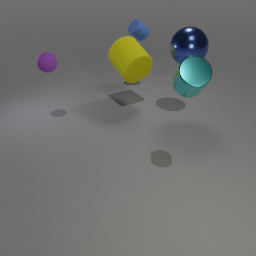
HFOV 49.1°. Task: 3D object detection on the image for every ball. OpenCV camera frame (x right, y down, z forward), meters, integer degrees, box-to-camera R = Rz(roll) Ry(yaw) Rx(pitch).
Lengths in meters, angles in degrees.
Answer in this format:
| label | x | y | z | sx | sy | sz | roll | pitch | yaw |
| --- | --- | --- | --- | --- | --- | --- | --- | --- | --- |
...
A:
| label | x | y | z | sx | sy | sz | roll | pitch | yaw |
| --- | --- | --- | --- | --- | --- | --- | --- | --- | --- |
| ball | 2.236 | -2.983 | 10.282 | 1.400 | 1.400 | 1.400 | 0 | 29 | 0 |
| ball | -2.819 | -2.284 | 9.760 | 0.700 | 0.700 | 0.700 | 0 | 29 | 0 |

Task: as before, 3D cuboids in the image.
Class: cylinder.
| label | x | y | z | sx | sy | sz | roll | pitch | yaw |
| --- | --- | --- | --- | --- | --- | --- | --- | --- | --- |
| cylinder | 0.490 | -4.449 | 12.743 | 0.700 | 0.700 | 0.700 | 24 | 9 | -42 |
| cylinder | 1.373 | -1.094 | 6.063 | 0.700 | 0.700 | 0.700 | -1 | -12 | -3 |
| cylinder | 0.095 | -2.855 | 11.737 | 1.400 | 1.400 | 1.400 | -17 | 57 | -28 |
